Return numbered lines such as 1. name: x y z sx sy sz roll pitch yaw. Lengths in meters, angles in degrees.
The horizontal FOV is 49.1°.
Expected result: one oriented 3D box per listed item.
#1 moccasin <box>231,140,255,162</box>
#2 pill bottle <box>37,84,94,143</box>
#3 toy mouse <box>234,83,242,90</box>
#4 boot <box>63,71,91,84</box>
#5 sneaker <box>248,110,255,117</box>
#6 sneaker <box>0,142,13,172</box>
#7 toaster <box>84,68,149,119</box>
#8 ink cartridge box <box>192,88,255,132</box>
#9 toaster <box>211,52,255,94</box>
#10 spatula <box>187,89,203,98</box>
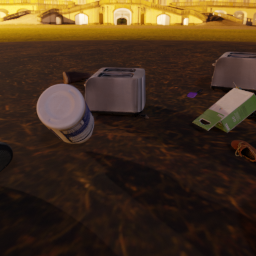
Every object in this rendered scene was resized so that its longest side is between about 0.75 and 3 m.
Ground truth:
1. moccasin: 2.887 0.568 6.939 0.356 0.338 0.923 0 29 -24
2. pill bottle: -1.381 -0.215 6.724 1.029 1.029 1.854 1 -17 3
3. toy mouse: 4.614 -1.360 11.293 0.817 0.178 0.919 17 40 -42
4. boot: -2.692 -2.738 14.912 1.475 0.641 1.773 -6 19 -12
5. sneaker: 4.360 -0.550 9.257 1.093 0.729 1.908 -2 18 0
6. sneaker: -3.014 1.008 5.104 1.280 0.854 2.234 21 32 39
7. toaster: -0.331 -1.353 10.325 2.371 1.407 2.144 3 22 6
8. ink cartridge box: 2.977 -0.426 8.572 1.773 0.526 0.921 -38 26 -3
9. toaster: 5.476 -2.661 13.380 2.737 1.624 2.475 10 24 23
10. spatula: 3.083 -1.592 12.686 0.367 0.133 1.298 15 26 34
